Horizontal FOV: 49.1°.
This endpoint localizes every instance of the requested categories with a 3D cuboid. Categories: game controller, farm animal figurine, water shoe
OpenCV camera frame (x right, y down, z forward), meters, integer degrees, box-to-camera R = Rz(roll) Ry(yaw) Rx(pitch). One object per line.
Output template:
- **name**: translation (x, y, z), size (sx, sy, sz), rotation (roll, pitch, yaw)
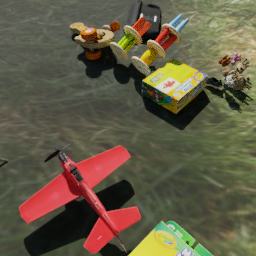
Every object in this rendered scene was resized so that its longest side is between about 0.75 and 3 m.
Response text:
- **game controller**: translation (0.624, -4.286, 11.106), size (1.339, 0.540, 2.566), rotation (16, 49, -6)
- **farm animal figurine**: translation (3.224, -1.653, 8.522), size (1.236, 0.644, 1.222), rotation (2, 62, -33)
- **water shoe**: translation (2.527, -1.455, 8.550), size (0.756, 0.298, 0.270), rotation (24, 54, 31)

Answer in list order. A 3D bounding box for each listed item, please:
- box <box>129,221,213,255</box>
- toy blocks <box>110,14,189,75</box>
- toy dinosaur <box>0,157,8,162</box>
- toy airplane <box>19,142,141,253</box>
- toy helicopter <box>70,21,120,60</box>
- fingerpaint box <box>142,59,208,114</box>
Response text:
- **box**: translation (0.509, 2.641, 4.758), size (1.293, 0.533, 2.203), rotation (36, 56, 28)
- **toy blocks**: translation (0.725, -2.944, 8.939), size (1.782, 0.776, 2.138), rotation (40, 84, 25)
- **toy dinosaur**: translation (-3.693, 0.399, 6.592), size (0.735, 0.396, 1.668), rotation (-43, 92, -10)
- **toy airplane**: translation (-0.809, 1.333, 5.541), size (2.568, 0.472, 2.568), rotation (2, 58, -4)
- **toy helicopter**: translation (-1.292, -3.420, 10.025), size (1.533, 0.914, 2.318), rotation (-32, 46, -21)
- **fingerpaint box**: translation (1.363, -1.258, 8.224), size (1.267, 0.557, 1.519), rotation (33, 55, 26)
